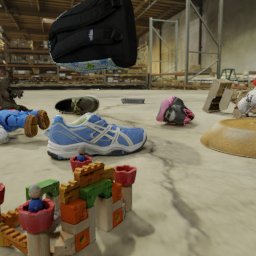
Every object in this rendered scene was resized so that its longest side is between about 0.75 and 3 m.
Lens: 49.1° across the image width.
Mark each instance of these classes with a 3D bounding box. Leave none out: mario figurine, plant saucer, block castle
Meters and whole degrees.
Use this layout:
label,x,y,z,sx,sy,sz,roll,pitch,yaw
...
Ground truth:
label,x,y,z,sx,sy,sz,roll,pitch,yaw
mario figurine,-2.977,-0.045,6.879,2.045,1.084,1.262,6,-15,18
plant saucer,3.011,0.131,6.208,2.743,0.486,2.743,0,9,0
block castle,-0.614,0.618,2.737,0.935,0.656,1.399,7,11,34

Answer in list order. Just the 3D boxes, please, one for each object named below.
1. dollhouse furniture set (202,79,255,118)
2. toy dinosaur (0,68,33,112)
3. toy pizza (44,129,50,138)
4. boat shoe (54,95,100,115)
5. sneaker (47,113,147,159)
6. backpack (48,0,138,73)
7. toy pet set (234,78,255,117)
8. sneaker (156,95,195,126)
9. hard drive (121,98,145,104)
label,x,y,z,sx,sy,sz,roll,pitch,yaw
dollhouse furniture set,4.479,-0.970,11.834,1.933,1.465,2.206,-7,34,-36
toy dinosaur,-3.752,-0.784,8.691,1.251,0.941,2.446,17,-32,12
toy pizza,-1.217,0.161,6.767,1.552,0.246,1.552,0,8,0
boat shoe,-2.179,-0.936,11.866,2.234,0.799,0.668,-1,7,36
sneaker,-0.510,0.109,5.424,2.046,0.788,0.774,-4,8,-29
backpack,-1.136,-2.723,8.652,2.868,2.340,2.205,-6,-3,19
toy pet set,2.660,0.244,4.525,2.071,1.100,1.934,37,20,8
sneaker,1.740,-0.512,9.550,1.112,0.921,2.331,19,18,16
hard drive,0.340,-1.776,18.258,1.477,0.313,0.996,2,10,10
